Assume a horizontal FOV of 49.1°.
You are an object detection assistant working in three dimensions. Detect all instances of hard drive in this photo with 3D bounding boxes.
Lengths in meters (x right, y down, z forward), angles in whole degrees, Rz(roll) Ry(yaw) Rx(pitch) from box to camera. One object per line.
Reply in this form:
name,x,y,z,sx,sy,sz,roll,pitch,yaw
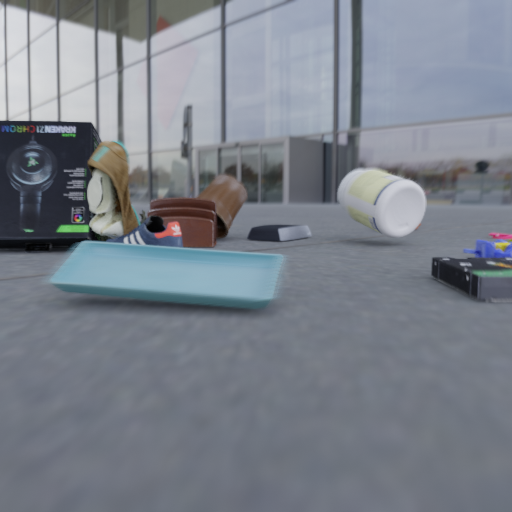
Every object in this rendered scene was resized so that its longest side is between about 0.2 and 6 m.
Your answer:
hard drive,3.040,0.267,7.016,1.203,0.326,1.722,0,6,-1
hard drive,0.611,-0.592,14.206,1.096,0.344,1.624,4,8,33

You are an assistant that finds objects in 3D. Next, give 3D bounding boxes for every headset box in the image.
headset box,-4.401,-1.322,11.464,2.257,2.593,1.203,0,-9,-4

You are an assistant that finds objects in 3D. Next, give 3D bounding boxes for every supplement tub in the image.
supplement tub,2.811,-1.251,12.779,1.299,1.299,1.792,-3,21,-25

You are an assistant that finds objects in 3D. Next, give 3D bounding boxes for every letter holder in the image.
letter holder,-1.662,-0.749,12.409,1.522,1.082,0.765,0,7,0

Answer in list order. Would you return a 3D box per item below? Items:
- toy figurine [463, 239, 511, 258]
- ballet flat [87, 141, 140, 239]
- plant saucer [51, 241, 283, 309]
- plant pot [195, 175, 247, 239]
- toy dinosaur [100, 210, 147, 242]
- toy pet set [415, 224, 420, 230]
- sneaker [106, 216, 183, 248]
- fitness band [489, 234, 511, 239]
toy figurine,3.745,-0.228,8.559,1.204,1.060,2.009,-4,5,8
ballet flat,-2.827,-0.981,10.827,0.866,2.555,0.924,25,48,17
plant saucer,-0.922,0.200,5.947,2.334,0.221,0.816,5,34,10
plant pot,-0.931,-1.298,14.053,1.251,1.251,1.239,6,50,40
toy dinosaur,-2.865,-0.525,12.271,2.204,0.523,0.971,5,46,24
toy pet set,4.208,-1.031,17.100,1.441,0.765,1.346,34,12,6
sneaker,-2.133,-0.385,10.649,1.830,0.773,0.686,3,7,29
fitness band,6.321,-0.507,14.494,0.456,0.119,0.635,-1,8,-11
